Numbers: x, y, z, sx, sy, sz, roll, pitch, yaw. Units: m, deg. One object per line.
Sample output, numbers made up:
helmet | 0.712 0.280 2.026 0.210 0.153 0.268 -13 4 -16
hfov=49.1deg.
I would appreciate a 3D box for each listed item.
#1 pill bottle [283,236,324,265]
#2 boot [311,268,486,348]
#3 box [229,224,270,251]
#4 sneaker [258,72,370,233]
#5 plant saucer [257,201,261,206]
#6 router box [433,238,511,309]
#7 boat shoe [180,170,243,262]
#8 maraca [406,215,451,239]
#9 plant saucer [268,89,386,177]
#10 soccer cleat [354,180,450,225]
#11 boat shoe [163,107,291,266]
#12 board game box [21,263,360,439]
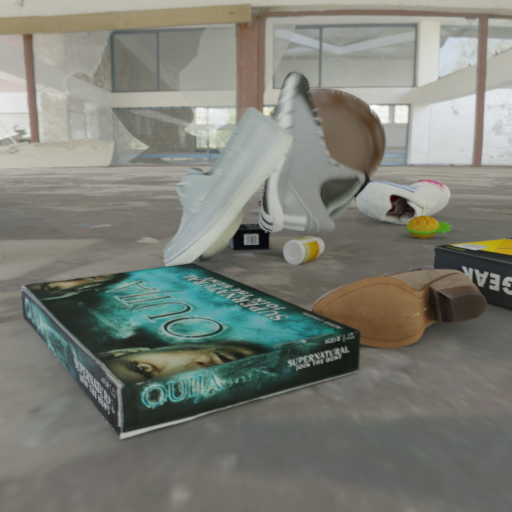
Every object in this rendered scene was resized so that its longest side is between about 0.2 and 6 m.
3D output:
pill bottle | 0.752 -0.100 8.578 0.380 0.380 0.684 9 14 37
boot | 1.313 0.441 5.580 1.812 0.637 1.325 0 5 -7
box | -0.126 -0.334 9.735 0.641 0.383 0.652 -1 11 -7
sneaker | 0.993 -1.544 8.791 1.607 2.782 1.044 9 -20 -1
plant saucer | 0.897 -1.250 14.502 1.748 0.320 1.748 0 11 0
router box | 3.396 0.243 6.398 1.612 0.552 2.161 -6 13 -29
boat shoe | -0.673 -0.535 8.823 0.859 0.809 2.393 16 33 -2
maraca | 3.270 -0.543 10.659 0.820 0.439 0.562 3 30 22
plant saucer | 1.164 -1.969 9.804 2.165 2.165 0.347 1 -23 4
soccer cleat | 3.568 -1.125 12.832 2.861 0.999 1.235 -4 34 -30
boat shoe | -0.546 -0.842 6.985 0.810 2.276 0.794 38 4 -14
board game box | -0.787 0.602 5.005 1.959 0.408 2.897 -7 13 -33
